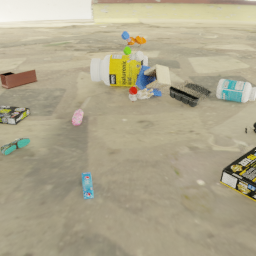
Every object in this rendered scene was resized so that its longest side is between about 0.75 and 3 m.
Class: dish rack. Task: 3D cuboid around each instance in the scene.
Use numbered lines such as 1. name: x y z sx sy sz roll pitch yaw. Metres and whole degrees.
1. dish rack: 2.914 -1.676 12.802 1.470 0.523 1.916 31 45 29

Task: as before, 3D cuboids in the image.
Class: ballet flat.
1. ballet flat: -3.629 0.515 8.978 0.368 0.368 0.991 18 30 31

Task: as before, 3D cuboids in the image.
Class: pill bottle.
1. pill bottle: 4.924 -1.669 12.686 1.640 0.909 0.909 14 30 26
2. pill bottle: -0.430 -2.977 14.531 2.865 1.595 1.595 2 27 4

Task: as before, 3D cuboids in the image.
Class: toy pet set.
1. toy pet set: 0.511 -2.481 12.686 2.617 2.803 1.488 3 -15 -38

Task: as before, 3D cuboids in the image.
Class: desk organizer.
1. desk organizer: -5.786 -2.661 14.875 0.638 0.685 1.780 22 34 36

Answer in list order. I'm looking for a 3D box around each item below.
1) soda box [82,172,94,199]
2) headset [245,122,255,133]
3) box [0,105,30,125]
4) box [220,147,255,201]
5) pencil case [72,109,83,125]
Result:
1. soda box: -1.044 1.469 7.213 0.249 0.263 0.777 -5 27 -10
2. headset: 4.567 0.037 9.879 0.805 0.497 0.378 -2 43 29
3. box: -4.764 -0.530 11.109 1.335 0.296 1.070 6 28 12
4. box: 3.693 1.238 7.447 1.958 0.483 1.564 -22 32 -36
5. pencil case: -1.940 -0.427 10.830 0.377 0.377 0.863 0 28 0
